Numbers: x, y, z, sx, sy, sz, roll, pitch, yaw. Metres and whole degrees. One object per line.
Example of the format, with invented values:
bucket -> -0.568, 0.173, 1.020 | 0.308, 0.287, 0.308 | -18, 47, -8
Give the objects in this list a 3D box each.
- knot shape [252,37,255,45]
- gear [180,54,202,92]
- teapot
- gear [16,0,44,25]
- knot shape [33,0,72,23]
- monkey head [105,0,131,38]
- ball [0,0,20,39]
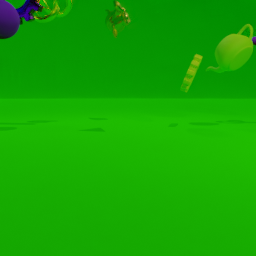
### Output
knot shape -> 4.863, -2.657, 9.243 | 1.519, 1.422, 0.702 | -33, -5, -32
gear -> 1.954, -1.679, 8.636 | 0.213, 1.150, 1.150 | 24, 12, 10
teapot -> 3.183, -2.354, 8.736 | 1.167, 1.876, 0.919 | -1, 46, -45
gear -> -3.182, -3.799, 7.857 | 1.660, 1.660, 0.307 | 1, 18, 7
knot shape -> -2.493, -3.991, 8.668 | 1.338, 1.252, 0.618 | -36, 18, -20
monkey head -> -0.463, -3.908, 9.884 | 0.861, 1.429, 1.028 | -25, -30, 16
ball -> -3.163, -2.674, 6.897 | 0.934, 0.934, 0.934 | 0, 7, 0
